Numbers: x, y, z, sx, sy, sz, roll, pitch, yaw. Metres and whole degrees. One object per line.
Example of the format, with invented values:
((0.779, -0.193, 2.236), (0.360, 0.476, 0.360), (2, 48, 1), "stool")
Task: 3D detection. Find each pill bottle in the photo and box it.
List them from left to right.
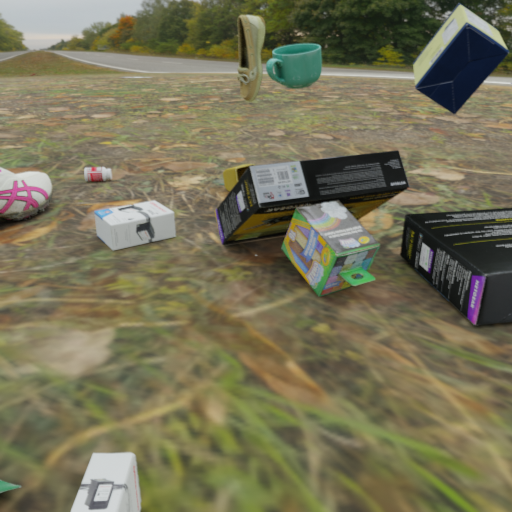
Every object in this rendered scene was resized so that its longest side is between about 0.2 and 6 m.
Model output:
((-4.443, -2.289, 15.754), (0.704, 0.395, 0.395), (-3, 23, -7), "pill bottle")

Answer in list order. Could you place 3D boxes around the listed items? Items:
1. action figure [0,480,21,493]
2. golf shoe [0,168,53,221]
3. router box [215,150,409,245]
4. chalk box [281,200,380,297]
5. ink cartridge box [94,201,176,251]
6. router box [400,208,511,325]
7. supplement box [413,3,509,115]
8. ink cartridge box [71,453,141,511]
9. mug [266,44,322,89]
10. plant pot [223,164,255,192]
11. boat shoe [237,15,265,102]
((-3.784, 2.326, 4.530), (1.784, 0.826, 3.020), (17, 32, 28), "action figure")
((-5.727, -1.489, 12.409), (1.244, 1.578, 3.428), (7, 23, 15), "golf shoe")
((0.977, -1.087, 10.868), (3.065, 0.800, 2.410), (-10, -11, -20), "router box")
((1.322, -0.026, 9.419), (0.986, 0.982, 1.586), (-12, 50, -31), "chalk box")
((-2.521, -0.662, 11.689), (1.388, 0.581, 1.007), (-15, 27, -31), "ink cartridge box")
((4.779, 0.008, 9.644), (3.699, 0.945, 2.759), (-4, 23, -9), "router box")
((3.294, -3.237, 9.185), (0.824, 1.227, 1.226), (29, 39, -10), "supplement box")
((-1.280, 2.250, 4.727), (0.397, 0.691, 0.952), (0, 23, 0), "ink cartridge box")
((0.855, -4.360, 13.011), (1.346, 0.832, 1.106), (-10, 31, -3), "mug")
((-0.485, -2.056, 14.898), (0.706, 0.701, 0.722), (-21, 22, -40), "plant pot")
((-0.222, -4.607, 13.147), (0.602, 1.915, 0.698), (-9, 32, -30), "boat shoe")
